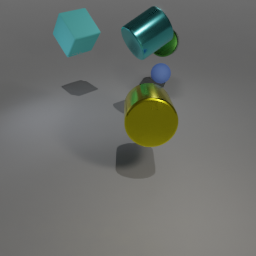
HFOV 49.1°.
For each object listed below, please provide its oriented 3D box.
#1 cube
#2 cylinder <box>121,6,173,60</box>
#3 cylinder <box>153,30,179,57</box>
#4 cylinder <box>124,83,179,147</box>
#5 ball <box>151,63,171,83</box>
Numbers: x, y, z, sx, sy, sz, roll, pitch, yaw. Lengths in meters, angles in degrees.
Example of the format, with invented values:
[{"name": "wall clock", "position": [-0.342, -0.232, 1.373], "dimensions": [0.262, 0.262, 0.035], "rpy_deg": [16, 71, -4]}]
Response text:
[{"name": "cube", "position": [-2.357, -4.327, 12.752], "dimensions": [1.400, 1.400, 1.400], "rpy_deg": [-29, 83, -33]}, {"name": "cylinder", "position": [0.698, -3.458, 10.272], "dimensions": [1.400, 1.400, 1.400], "rpy_deg": [-37, 40, -7]}, {"name": "cylinder", "position": [1.807, -4.286, 13.927], "dimensions": [1.400, 1.400, 1.400], "rpy_deg": [7, 18, 11]}, {"name": "cylinder", "position": [0.591, -0.392, 7.784], "dimensions": [1.400, 1.400, 1.400], "rpy_deg": [0, 25, -1]}, {"name": "ball", "position": [1.148, -1.915, 9.815], "dimensions": [0.700, 0.700, 0.700], "rpy_deg": [0, 31, 0]}]
